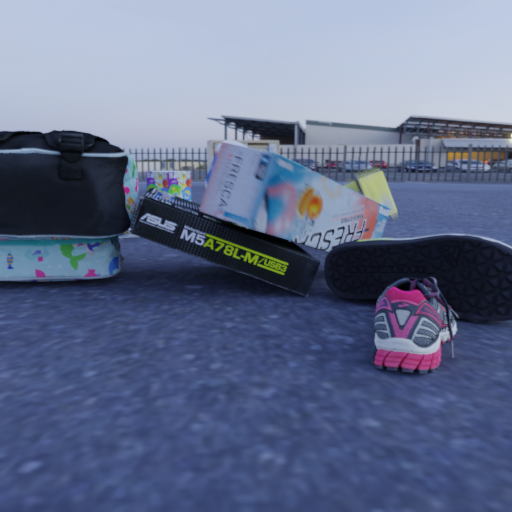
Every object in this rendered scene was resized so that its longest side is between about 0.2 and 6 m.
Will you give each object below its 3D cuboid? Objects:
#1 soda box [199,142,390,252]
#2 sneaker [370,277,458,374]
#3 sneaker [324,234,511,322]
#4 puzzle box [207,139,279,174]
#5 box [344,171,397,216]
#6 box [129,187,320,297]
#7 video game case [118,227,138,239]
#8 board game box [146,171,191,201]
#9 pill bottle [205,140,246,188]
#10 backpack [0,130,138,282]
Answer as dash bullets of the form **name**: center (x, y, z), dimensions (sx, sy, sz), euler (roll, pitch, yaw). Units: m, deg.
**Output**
- **soda box**: center (0.765, -0.718, 8.810), dimensions (1.158, 1.077, 3.388), euler (21, 5, 40)
- **sneaker**: center (1.757, 0.573, 6.069), dimensions (0.857, 0.794, 2.127), euler (3, 10, 17)
- **sneaker**: center (2.362, 0.164, 7.674), dimensions (2.956, 1.060, 1.224), euler (9, 8, 34)
- **puzzle box**: center (-0.266, -1.353, 12.445), dimensions (1.619, 2.433, 0.309), euler (-4, 8, -19)
- **box**: center (1.941, -1.041, 11.995), dimensions (0.625, 0.939, 2.496), euler (-22, 1, -21)
- **box**: center (-0.581, -0.335, 9.213), dimensions (2.746, 0.675, 2.843), euler (18, 7, -9)
- **video game case**: center (-4.057, -0.709, 14.750), dimensions (1.519, 0.381, 1.676), euler (-8, 12, -35)
- **board game box**: center (-2.364, -1.452, 15.204), dimensions (0.881, 1.681, 0.866), euler (8, 12, 38)
- **pill bottle**: center (-0.480, -1.262, 9.003), dimensions (0.603, 1.074, 0.603), euler (12, 45, -13)
- **backpack**: center (-3.528, -0.981, 9.597), dimensions (3.088, 2.619, 3.478), euler (-1, 18, -11)
